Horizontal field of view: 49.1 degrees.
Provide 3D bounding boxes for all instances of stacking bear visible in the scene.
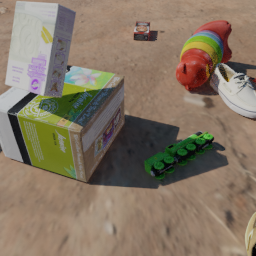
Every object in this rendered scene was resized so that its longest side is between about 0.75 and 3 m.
[{"bbox_3d":[2.758,-2.624,10.681,1.675,1.789,2.945,9,45,30],"label":"stacking bear"}]

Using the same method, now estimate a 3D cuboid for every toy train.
[{"bbox_3d":[1.407,0.653,7.555,2.283,0.476,0.644,-26,36,-28],"label":"toy train"}]

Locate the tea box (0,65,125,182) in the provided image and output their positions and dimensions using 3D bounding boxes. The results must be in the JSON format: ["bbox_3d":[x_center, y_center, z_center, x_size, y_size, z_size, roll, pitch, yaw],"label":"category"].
[{"bbox_3d":[-1.710,-0.331,7.669,2.598,1.765,2.641,14,41,15],"label":"tea box"}]

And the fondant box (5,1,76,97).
[{"bbox_3d":[-1.861,-1.641,5.859,1.285,1.781,0.519,17,12,30],"label":"fondant box"}]

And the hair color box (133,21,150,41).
[{"bbox_3d":[0.722,-4.968,14.313,0.766,0.462,1.509,4,40,4],"label":"hair color box"}]

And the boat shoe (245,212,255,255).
[{"bbox_3d":[2.649,2.348,5.260,0.808,0.725,2.183,14,42,16],"label":"boat shoe"}]

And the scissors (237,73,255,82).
[{"bbox_3d":[4.923,-1.913,10.922,0.654,0.125,1.788,-27,45,-25],"label":"scissors"}]

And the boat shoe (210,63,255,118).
[{"bbox_3d":[3.755,-1.398,9.618,0.955,0.940,2.693,-9,41,-11],"label":"boat shoe"}]
